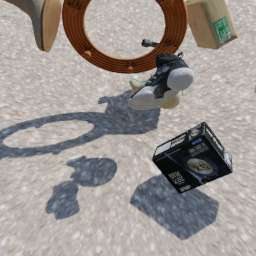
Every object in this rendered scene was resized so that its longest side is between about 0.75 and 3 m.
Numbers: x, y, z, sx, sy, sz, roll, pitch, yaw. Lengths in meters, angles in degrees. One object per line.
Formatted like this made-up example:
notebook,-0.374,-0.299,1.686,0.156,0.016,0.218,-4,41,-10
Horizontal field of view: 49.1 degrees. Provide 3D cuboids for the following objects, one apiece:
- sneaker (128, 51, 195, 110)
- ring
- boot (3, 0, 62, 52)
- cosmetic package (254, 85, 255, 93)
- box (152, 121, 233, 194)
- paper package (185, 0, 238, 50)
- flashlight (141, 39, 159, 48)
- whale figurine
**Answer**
sneaker,0.602,-0.963,5.675,1.464,0.552,0.833,-27,51,27
ring,-0.088,-2.365,6.677,2.992,2.992,0.287,4,53,2
boot,-1.843,-2.305,4.751,1.351,0.649,1.847,10,91,5
cosmetic package,3.457,-0.929,5.484,1.672,0.850,0.619,18,62,23
box,0.932,0.454,4.098,0.733,0.896,0.386,51,31,-14
paper package,2.069,-2.761,7.225,0.661,1.277,1.217,-30,24,0
flashlight,0.810,-2.392,8.136,0.884,0.299,0.300,5,48,-22
whale figurine,0.672,-0.925,6.476,1.263,1.005,0.656,14,53,25
